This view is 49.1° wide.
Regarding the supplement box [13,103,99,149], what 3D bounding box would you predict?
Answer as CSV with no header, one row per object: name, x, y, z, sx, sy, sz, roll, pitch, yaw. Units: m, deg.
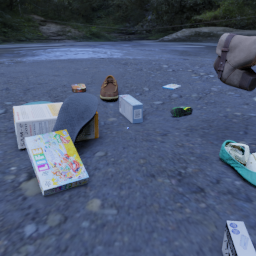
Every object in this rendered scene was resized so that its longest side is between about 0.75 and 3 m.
supplement box,-2.631,-0.200,10.182,2.774,1.020,1.748,-7,23,-22

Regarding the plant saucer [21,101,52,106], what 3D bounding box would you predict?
plant saucer,-4.157,-0.871,12.922,2.061,0.282,2.061,0,23,0

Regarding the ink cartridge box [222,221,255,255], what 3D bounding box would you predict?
ink cartridge box,1.851,2.275,4.484,0.332,0.705,1.500,2,22,5

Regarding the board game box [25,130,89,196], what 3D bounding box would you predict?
board game box,-1.943,0.866,7.543,1.188,0.303,1.767,-13,52,-28

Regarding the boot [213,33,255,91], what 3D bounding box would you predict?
boot,3.661,-2.519,8.808,0.943,2.684,1.962,1,38,-27

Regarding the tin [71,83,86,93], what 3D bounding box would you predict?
tin,-2.932,-2.381,16.690,0.809,0.302,1.444,-9,23,-11

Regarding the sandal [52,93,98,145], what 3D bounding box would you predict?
sandal,-1.868,-0.033,8.931,1.089,0.613,2.865,26,58,-1

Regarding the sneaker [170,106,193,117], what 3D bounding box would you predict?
sneaker,2.323,-0.736,12.492,1.133,0.442,0.483,-3,13,-32

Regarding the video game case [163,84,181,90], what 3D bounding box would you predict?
video game case,2.722,-2.565,17.378,0.743,0.092,1.039,16,27,34

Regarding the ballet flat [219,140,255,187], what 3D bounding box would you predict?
ballet flat,3.301,0.927,7.743,0.740,0.773,2.197,-12,24,-16

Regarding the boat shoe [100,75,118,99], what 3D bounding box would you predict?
boat shoe,-1.047,-2.245,15.407,1.019,0.956,2.831,-1,22,-3

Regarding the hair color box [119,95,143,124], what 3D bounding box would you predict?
hair color box,0.109,-0.849,12.124,0.498,0.813,1.642,-8,23,-20
